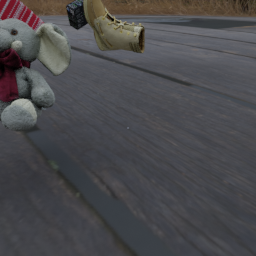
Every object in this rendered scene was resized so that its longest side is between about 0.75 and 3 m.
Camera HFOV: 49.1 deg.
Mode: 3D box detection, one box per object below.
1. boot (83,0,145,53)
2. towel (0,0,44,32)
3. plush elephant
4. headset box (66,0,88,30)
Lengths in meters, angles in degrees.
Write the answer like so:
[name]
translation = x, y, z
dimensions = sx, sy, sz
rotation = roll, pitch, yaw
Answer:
[boot]
translation = -0.166, -1.500, 4.032
dimensions = 0.779, 1.002, 0.365
rotation = 14, 59, 23
[towel]
translation = -3.579, -2.541, 6.857
dimensions = 0.335, 2.152, 2.976
rotation = 18, -10, 41
[plush elephant]
translation = -2.393, -1.240, 5.565
dimensions = 2.252, 2.117, 2.735
rotation = 4, 13, 13
[headset box]
translation = -1.485, -3.714, 8.976
dimensions = 0.393, 0.738, 0.848
rotation = 37, 65, 22
